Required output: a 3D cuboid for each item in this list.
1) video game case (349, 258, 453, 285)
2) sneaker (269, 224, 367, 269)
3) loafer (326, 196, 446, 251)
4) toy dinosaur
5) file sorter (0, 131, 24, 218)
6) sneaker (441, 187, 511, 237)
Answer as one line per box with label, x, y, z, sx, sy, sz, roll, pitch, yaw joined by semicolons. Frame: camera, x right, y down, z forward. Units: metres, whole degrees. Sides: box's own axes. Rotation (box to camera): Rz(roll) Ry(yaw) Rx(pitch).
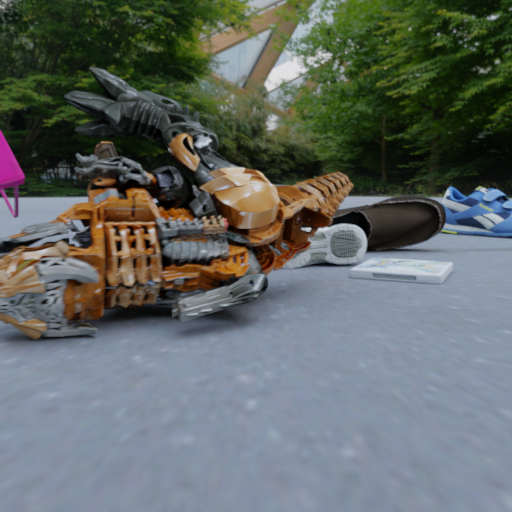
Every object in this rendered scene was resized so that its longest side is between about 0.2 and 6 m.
video game case;1.783;0.169;6.793;1.029;0.124;1.129;4;8;25
sneaker;0.591;-0.123;7.654;1.684;0.656;0.837;5;-3;-12
loafer;1.892;-0.414;9.016;2.376;0.867;0.848;-9;11;6
toy dinosaur;-0.603;-0.274;5.312;3.882;1.983;2.635;8;21;-48
file sorter;-4.775;-1.055;8.111;2.224;1.546;1.395;-23;-17;-31
sneaker;5.003;-0.924;11.767;2.513;1.033;0.929;9;9;42
